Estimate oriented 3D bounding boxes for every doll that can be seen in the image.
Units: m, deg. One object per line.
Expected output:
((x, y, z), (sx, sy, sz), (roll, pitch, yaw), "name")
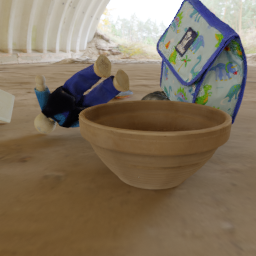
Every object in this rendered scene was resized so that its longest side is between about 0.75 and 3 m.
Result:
((-1.426, -0.694, 7.028), (2.938, 2.005, 0.712), (-31, 41, 34), "doll")

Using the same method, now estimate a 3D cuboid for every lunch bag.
((1.693, -1.499, 6.647), (1.590, 2.495, 2.122), (-11, 45, -12), "lunch bag")

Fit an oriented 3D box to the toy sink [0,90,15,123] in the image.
((-4.410, -0.815, 8.230), (1.142, 0.982, 1.752), (4, -9, 16), "toy sink")

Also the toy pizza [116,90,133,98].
((-0.732, -1.646, 13.636), (1.957, 0.310, 1.957), (1, 15, 0), "toy pizza")

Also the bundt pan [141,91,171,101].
((1.502, -0.605, 8.714), (2.570, 0.965, 2.570), (0, 16, 0), "bundt pan")

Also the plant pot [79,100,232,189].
((0.447, 0.277, 5.079), (2.602, 1.201, 2.602), (0, 16, 0), "plant pot")
